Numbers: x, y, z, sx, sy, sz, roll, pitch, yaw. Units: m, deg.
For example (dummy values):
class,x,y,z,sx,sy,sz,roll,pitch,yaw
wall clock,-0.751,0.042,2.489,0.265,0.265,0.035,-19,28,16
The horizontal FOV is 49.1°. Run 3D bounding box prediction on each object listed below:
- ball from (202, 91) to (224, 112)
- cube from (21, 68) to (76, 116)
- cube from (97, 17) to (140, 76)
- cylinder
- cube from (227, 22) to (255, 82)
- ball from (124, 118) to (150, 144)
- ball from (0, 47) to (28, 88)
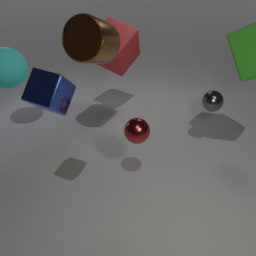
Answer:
class,x,y,z,sx,sy,sz,roll,pitch,yaw
ball,2.800,-0.885,9.245,0.700,0.700,0.700,0,31,0
cube,-1.619,-0.735,5.796,0.700,0.700,0.700,17,-6,17
cube,-0.491,-3.201,11.091,1.400,1.400,1.400,29,70,18
cylinder,-1.116,-2.731,8.784,1.400,1.400,1.400,11,14,17
cube,3.877,-2.273,7.985,1.400,1.400,1.400,-16,6,38
ball,0.240,0.076,7.476,0.700,0.700,0.700,0,31,0
ball,-4.244,-2.097,9.803,1.400,1.400,1.400,0,31,0
